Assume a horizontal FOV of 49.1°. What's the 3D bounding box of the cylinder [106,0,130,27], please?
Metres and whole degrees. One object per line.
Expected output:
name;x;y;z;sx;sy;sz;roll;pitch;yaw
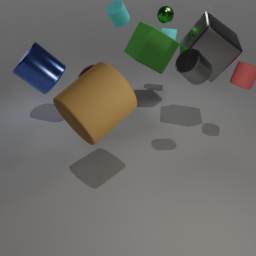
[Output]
cylinder;-0.378;-4.372;10.729;0.700;0.700;0.700;-11;60;19

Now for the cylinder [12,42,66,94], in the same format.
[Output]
cylinder;-3.306;-2.215;10.489;1.400;1.400;1.400;37;19;-26

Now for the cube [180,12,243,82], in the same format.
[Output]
cube;2.694;-2.695;9.329;1.400;1.400;1.400;30;39;-14

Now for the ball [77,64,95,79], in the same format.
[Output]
ball;-1.077;-1.490;9.718;1.400;1.400;1.400;0;31;0

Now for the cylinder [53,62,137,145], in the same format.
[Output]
cylinder;-0.752;-0.561;6.514;1.400;1.400;1.400;-43;46;-16

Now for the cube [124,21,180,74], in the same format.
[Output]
cube;0.939;-3.284;11.422;1.400;1.400;1.400;21;19;-30

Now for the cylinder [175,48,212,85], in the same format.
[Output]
cylinder;1.685;-1.562;7.168;0.700;0.700;0.700;28;8;-43

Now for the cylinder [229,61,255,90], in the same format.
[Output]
cylinder;3.678;-1.659;8.829;0.700;0.700;0.700;16;21;-6

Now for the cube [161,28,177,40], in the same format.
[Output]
cube;1.803;-3.973;12.642;0.700;0.700;0.700;8;65;10

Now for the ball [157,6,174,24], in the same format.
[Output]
ball;1.564;-4.721;11.700;0.700;0.700;0.700;0;31;0
